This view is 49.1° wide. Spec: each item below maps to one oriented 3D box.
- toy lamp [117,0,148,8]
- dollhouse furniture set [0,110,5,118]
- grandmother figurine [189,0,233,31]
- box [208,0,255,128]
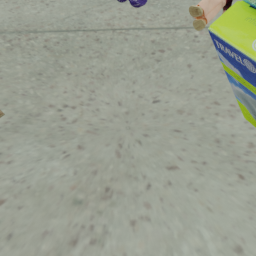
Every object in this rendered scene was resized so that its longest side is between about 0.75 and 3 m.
[{"bbox_3d":[0.069,-2.944,6.272,0.402,0.402,1.383,-16,33,-15],"label":"toy lamp"},{"bbox_3d":[-2.451,-0.838,4.254,1.296,1.310,0.675,37,59,20],"label":"dollhouse furniture set"},{"bbox_3d":[1.635,-2.336,4.998,1.306,0.792,0.396,-41,46,-17],"label":"grandmother figurine"},{"bbox_3d":[1.820,-0.428,3.291,0.570,2.391,1.458,-40,46,7],"label":"box"}]
